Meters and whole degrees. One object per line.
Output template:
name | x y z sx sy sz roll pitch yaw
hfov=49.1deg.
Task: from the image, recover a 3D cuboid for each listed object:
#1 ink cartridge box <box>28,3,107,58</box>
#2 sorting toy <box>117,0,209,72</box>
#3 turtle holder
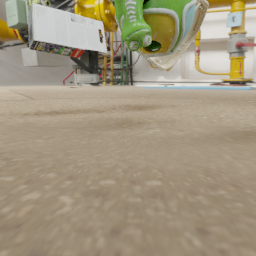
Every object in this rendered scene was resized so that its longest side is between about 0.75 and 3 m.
ink cartridge box | -1.727 -2.712 8.134 2.167 1.181 0.546 2 -19 -33
sorting toy | 1.006 -3.565 9.984 2.467 2.740 1.464 37 -4 17
turtle holder | 0.593 -2.269 5.595 1.716 1.604 2.258 -10 25 -3
